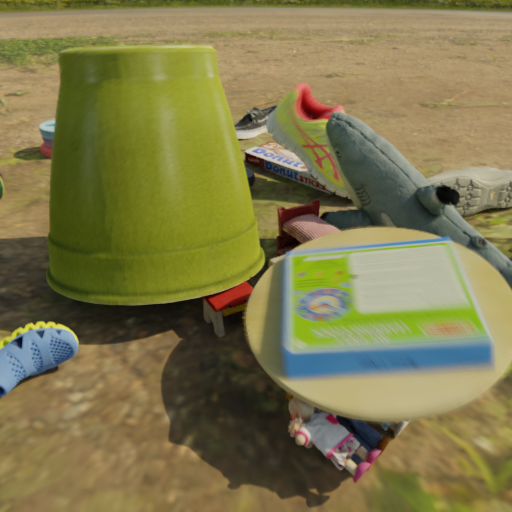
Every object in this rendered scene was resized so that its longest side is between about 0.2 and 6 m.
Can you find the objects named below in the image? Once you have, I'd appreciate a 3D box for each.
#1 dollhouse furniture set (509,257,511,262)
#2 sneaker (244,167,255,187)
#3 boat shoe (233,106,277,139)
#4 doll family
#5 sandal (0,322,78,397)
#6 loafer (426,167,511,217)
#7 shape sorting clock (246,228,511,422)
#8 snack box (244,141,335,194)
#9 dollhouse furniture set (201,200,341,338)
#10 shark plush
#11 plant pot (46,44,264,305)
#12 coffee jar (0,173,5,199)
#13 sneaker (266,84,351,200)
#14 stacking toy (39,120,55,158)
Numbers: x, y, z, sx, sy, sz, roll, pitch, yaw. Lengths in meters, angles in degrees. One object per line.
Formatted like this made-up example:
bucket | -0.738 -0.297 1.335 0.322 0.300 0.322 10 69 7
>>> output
dollhouse furniture set | 4.947 -0.211 8.129 1.738 1.557 2.194 -21 35 -32
sneaker | -1.391 -2.111 11.813 2.874 1.258 1.069 12 31 21
boat shoe | -0.058 -3.663 15.165 1.994 0.676 0.715 -25 38 -37
doll family | 0.948 1.576 5.875 1.127 0.818 1.816 39 48 23
sandal | -2.883 1.324 6.410 1.713 0.681 0.746 -20 38 -17
loafer | 4.097 -1.280 10.834 2.519 0.881 0.879 -3 24 -22
shape sorting clock | 1.305 0.594 6.099 2.841 0.557 2.841 -6 34 4
snack box | 0.958 -2.014 12.560 2.586 0.314 0.930 27 42 37
dollhouse furniture set | 0.231 0.087 8.162 2.465 1.002 1.326 -16 33 -26
shark plush | 2.427 -0.448 8.168 1.852 1.698 4.077 -27 59 -14
plant pot | -1.541 -1.367 8.056 3.236 3.116 3.236 -2 18 1
coffee jar | -5.323 -1.153 10.726 0.791 0.647 1.516 -4 30 -10
sneaker | 1.522 -2.276 11.149 2.915 1.316 1.139 39 46 8
stacking toy | -4.298 -3.351 14.248 2.456 1.037 2.223 -11 32 -19
